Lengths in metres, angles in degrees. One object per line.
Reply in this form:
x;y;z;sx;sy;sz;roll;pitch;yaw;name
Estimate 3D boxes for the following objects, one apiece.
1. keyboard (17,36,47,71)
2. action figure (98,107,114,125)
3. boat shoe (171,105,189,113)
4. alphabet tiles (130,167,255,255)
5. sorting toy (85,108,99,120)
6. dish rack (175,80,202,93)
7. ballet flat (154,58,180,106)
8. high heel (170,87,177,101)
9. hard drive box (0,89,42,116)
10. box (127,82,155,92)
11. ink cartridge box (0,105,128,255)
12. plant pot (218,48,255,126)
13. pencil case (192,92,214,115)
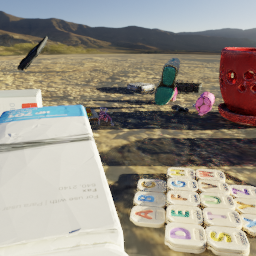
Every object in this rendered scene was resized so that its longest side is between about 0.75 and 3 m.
-3.116;-2.345;9.103;1.162;0.248;1.936;-36;27;14;keyboard
-0.769;-0.406;9.975;0.559;0.622;0.835;4;4;-6;action figure
2.114;-0.782;11.544;0.771;0.280;0.242;16;21;29;boat shoe
1.337;1.373;5.218;2.458;0.183;2.513;2;19;8;alphabet tiles
-1.816;-0.531;10.848;1.291;0.235;1.195;-4;19;-13;sorting toy
3.395;-2.429;16.033;1.628;0.579;2.122;6;19;14;dish rack
1.632;-1.908;11.543;0.836;2.407;0.836;5;56;-7;ballet flat
1.839;-1.524;13.146;1.379;0.662;0.464;-15;24;-38;high heel
-3.384;-0.155;7.522;2.086;1.626;0.801;-4;19;-9;hard drive box
0.739;-2.403;16.327;1.036;0.316;1.308;-14;23;-37;box
-0.858;1.103;2.991;1.218;2.078;2.837;-4;19;-11;ink cartridge box
4.735;-1.539;10.125;2.848;2.593;2.848;-1;18;0;plant pot
1.715;-0.562;6.261;0.403;0.416;0.887;10;17;20;pencil case
